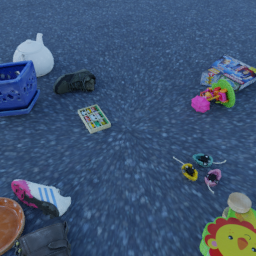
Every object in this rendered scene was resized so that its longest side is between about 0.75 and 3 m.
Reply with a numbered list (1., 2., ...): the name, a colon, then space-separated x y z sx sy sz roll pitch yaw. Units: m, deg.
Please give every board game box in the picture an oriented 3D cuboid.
1. board game box: 4.423 -2.321 12.534 2.141 0.661 2.142 -27 50 -25

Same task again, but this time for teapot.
1. teapot: -4.502 -3.378 13.088 1.964 1.454 1.990 -25 49 -24

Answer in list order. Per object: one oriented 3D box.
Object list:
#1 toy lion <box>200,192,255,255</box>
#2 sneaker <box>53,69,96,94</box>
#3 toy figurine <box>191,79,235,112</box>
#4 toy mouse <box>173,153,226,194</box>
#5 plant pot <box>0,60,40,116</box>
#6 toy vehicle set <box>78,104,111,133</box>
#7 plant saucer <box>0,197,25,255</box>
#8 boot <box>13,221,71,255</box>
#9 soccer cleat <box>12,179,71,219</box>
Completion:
1. toy lion: 3.050 2.829 6.681 2.443 0.839 2.341 19 38 18
2. sneaker: -2.184 -1.892 11.999 1.980 0.757 1.134 -28 43 -34
3. toy figurine: 3.179 -1.204 11.219 1.462 1.193 1.589 -20 24 -8
4. toy mouse: 2.460 1.337 8.853 1.468 0.320 1.652 -18 46 -18
5. plant pot: -4.451 -1.456 10.745 1.761 1.583 1.761 -5 37 7
6. toy vehicle set: -1.310 -0.373 10.799 0.825 0.176 1.328 -20 47 -20
7. plant saucer: -3.645 2.666 7.464 1.744 0.281 1.744 0 42 0
8. boot: -2.173 3.434 6.346 2.502 0.866 2.178 -20 43 -29
9. soccer cleat: -2.488 1.938 8.084 1.864 0.651 0.805 23 31 21
